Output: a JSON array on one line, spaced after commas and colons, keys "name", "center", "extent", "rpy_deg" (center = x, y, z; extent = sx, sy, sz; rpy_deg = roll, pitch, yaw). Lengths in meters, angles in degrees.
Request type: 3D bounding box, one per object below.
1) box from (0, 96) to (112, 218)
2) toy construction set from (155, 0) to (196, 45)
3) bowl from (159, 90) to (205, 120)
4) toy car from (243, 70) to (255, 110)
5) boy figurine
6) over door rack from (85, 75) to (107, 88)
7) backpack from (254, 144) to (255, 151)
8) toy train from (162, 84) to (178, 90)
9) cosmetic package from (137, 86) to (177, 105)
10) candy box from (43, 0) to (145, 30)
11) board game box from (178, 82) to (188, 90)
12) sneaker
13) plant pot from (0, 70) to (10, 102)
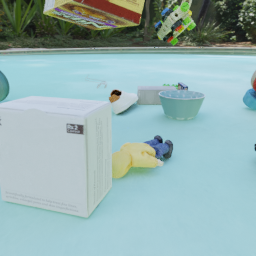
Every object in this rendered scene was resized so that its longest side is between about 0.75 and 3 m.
[{"name": "box", "center": [-1.247, 0.399, 4.901], "extent": [1.718, 1.727, 1.129], "rpy_deg": [6, 17, 17]}, {"name": "toy construction set", "center": [1.373, -3.000, 7.359], "extent": [1.386, 0.974, 2.115], "rpy_deg": [-40, -13, -12]}, {"name": "bowl", "center": [1.900, -0.805, 9.993], "extent": [1.630, 0.853, 1.630], "rpy_deg": [-1, 18, 0]}, {"name": "toy car", "center": [6.013, -1.183, 9.848], "extent": [2.462, 2.566, 2.783], "rpy_deg": [-4, 49, -19]}, {"name": "boy figurine", "center": [0.273, 0.624, 6.123], "extent": [1.713, 0.552, 1.065], "rpy_deg": [-19, 31, -41]}, {"name": "over door rack", "center": [-1.825, -2.593, 15.991], "extent": [1.265, 0.421, 0.935], "rpy_deg": [19, 17, -9]}, {"name": "backpack", "center": [3.720, 0.060, 5.573], "extent": [1.504, 1.998, 1.774], "rpy_deg": [26, 24, 12]}, {"name": "toy train", "center": [2.516, -2.227, 15.316], "extent": [1.356, 0.283, 0.383], "rpy_deg": [7, 29, 21]}, {"name": "cosmetic package", "center": [1.236, -1.429, 12.152], "extent": [1.684, 0.759, 0.900], "rpy_deg": [4, 19, 2]}, {"name": "candy box", "center": [-0.987, -3.114, 7.074], "extent": [1.639, 0.793, 2.810], "rpy_deg": [8, 12, -30]}, {"name": "board game box", "center": [2.427, -1.577, 12.509], "extent": [0.195, 0.763, 1.126], "rpy_deg": [0, 17, -3]}, {"name": "sneaker", "center": [-0.178, -1.243, 11.030], "extent": [0.749, 0.870, 2.056], "rpy_deg": [-27, 9, 21]}, {"name": "plant pot", "center": [-5.940, -1.512, 11.208], "extent": [1.679, 1.679, 1.644], "rpy_deg": [2, 26, 5]}]
